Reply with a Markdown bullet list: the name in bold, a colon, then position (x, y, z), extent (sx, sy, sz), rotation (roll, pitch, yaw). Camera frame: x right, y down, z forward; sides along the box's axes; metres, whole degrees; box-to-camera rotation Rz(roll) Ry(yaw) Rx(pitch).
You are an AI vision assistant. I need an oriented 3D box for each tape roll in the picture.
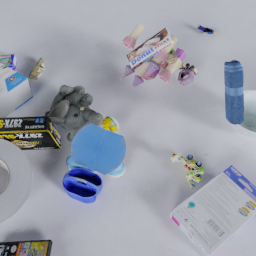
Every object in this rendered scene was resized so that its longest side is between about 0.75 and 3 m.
- **tape roll**: position (-4.639, 1.747, 9.237), extent (2.794, 0.923, 2.794), rotation (7, 64, -15)

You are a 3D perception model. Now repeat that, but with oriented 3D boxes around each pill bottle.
- **pill bottle**: position (-1.060, 0.156, 11.297), extent (0.756, 0.756, 1.341), rotation (35, 58, 26)

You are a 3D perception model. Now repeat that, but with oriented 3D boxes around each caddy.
- **caddy**: position (-1.574, 1.986, 9.777), extent (1.433, 0.752, 1.013), rotation (17, 51, 14)

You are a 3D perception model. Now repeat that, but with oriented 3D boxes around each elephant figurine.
- **elephant figurine**: position (-2.206, -0.429, 10.892), extent (1.925, 2.111, 2.721), rotation (11, 33, -18)

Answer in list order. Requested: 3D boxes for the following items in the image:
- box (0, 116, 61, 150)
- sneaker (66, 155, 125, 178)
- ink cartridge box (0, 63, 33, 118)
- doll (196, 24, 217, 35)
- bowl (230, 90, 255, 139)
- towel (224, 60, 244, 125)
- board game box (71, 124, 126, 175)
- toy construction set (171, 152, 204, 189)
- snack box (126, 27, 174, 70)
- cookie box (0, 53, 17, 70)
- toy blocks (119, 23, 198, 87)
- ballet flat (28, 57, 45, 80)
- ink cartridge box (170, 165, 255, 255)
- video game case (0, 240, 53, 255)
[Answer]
- **box**: position (-3.972, 0.263, 10.326), extent (2.596, 2.073, 0.641), rotation (-2, 68, -2)
- **sneaker**: position (-1.187, 1.175, 10.291), extent (2.197, 0.988, 0.861), rotation (4, 50, 3)
- **ink cartridge box**: position (-6.189, -1.844, 12.643), extent (2.932, 1.236, 2.141), rotation (29, 56, 22)
- **doll**: position (4.660, -5.754, 16.528), extent (1.225, 0.297, 0.836), rotation (27, 47, 13)
- **bowl**: position (5.160, -0.368, 11.507), extent (2.393, 1.075, 2.393), rotation (-1, 51, 1)
- **towel**: position (3.785, -1.266, 9.922), extent (0.528, 2.176, 1.215), rotation (-4, 17, 9)
- **board game box**: position (-0.821, 0.620, 7.886), extent (1.531, 0.298, 1.209), rotation (21, 70, 7)
- **toy construction set**: position (2.225, 1.454, 10.342), extent (0.933, 0.656, 1.423), rotation (-31, 68, -23)
- **snack box**: position (0.862, -3.169, 11.253), extent (1.949, 0.237, 0.701), rotation (-30, 66, 23)
- **cookie box**: position (-6.301, -3.347, 14.444), extent (0.923, 0.405, 1.079), rotation (-8, 50, -4)
- **toy blocks**: position (1.174, -2.801, 13.229), extent (2.788, 2.983, 2.511), rotation (36, 91, 40)
- **ballet flat**: position (-4.507, -2.954, 14.151), extent (0.501, 0.542, 1.536), rotation (25, 53, -13)
- **ink cartridge box**: position (3.054, 2.668, 9.311), extent (2.919, 0.613, 1.742), rotation (-32, 57, -20)
- **video game case**: position (-3.193, 4.222, 8.065), extent (1.712, 0.242, 1.895), rotation (-4, 44, 3)
